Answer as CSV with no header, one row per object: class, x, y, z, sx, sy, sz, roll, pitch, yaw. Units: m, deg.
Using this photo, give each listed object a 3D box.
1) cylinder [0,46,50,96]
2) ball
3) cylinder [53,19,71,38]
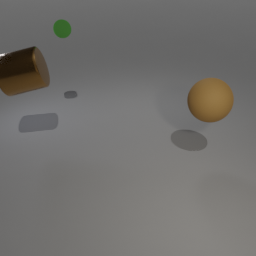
cylinder,-3.576,-1.913,9.519,1.400,1.400,1.400,-14,30,1
ball,2.578,-0.871,8.804,1.400,1.400,1.400,0,30,0
cylinder,-2.651,-3.993,11.289,0.700,0.700,0.700,-7,20,-11
